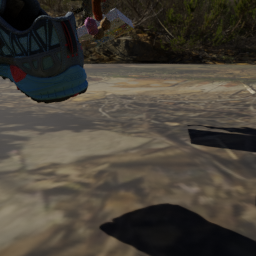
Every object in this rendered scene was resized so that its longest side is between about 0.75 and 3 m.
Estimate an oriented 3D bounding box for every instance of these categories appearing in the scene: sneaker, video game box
[{"bbox_3d":[-1.481,-1.284,3.728,2.495,1.192,0.990,23,37,27],"label":"sneaker"},{"bbox_3d":[-0.613,-2.605,7.411,1.279,0.299,1.165,-19,-3,20],"label":"video game box"}]

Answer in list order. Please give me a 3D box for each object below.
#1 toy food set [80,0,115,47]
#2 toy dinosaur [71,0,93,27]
[{"bbox_3d":[-0.432,-1.842,4.546,0.177,1.124,0.715,29,25,16],"label":"toy food set"},{"bbox_3d":[-1.225,-4.105,8.724,1.113,2.177,0.838,3,-22,25],"label":"toy dinosaur"}]
